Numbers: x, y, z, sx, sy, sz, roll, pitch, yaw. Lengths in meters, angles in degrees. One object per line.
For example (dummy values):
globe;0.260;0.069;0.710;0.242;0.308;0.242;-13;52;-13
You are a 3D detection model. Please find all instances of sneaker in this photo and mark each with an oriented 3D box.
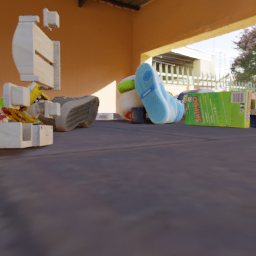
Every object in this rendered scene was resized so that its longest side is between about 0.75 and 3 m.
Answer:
sneaker;-1.582;-0.568;7.709;1.045;0.974;2.766;19;8;8
sneaker;1.253;-1.244;10.776;1.019;2.563;1.673;-30;-24;36

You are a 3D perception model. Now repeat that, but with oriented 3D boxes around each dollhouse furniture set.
dollhouse furniture set;-3.759;-0.351;10.322;1.841;0.924;1.206;35;29;28
dollhouse furniture set;-1.678;-0.839;3.871;1.064;2.178;1.858;-1;0;-1

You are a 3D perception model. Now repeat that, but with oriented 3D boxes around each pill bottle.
pill bottle;3.422;-1.252;14.944;1.587;1.587;2.653;-2;4;-24

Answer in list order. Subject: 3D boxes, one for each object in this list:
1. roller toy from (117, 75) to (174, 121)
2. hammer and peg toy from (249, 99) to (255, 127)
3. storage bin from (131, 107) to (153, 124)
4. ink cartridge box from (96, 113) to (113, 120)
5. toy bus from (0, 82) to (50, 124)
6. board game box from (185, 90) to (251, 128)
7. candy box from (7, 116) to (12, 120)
roller toy;0.627;-1.190;12.010;2.283;1.595;2.082;-2;-17;-10
hammer and peg toy;4.460;-0.500;8.506;1.945;0.932;2.644;-3;5;-40
storage bin;0.567;-0.479;10.634;0.429;0.619;0.916;3;5;44
ink cartridge box;-1.470;-0.599;14.635;1.510;0.338;1.330;2;5;21
toy bus;-2.725;-0.642;8.004;1.898;1.039;2.012;-40;26;15
board game box;2.737;-0.599;8.860;0.340;1.084;2.270;1;3;-39
candy box;-4.791;-0.538;13.686;2.484;0.328;1.270;3;8;44
